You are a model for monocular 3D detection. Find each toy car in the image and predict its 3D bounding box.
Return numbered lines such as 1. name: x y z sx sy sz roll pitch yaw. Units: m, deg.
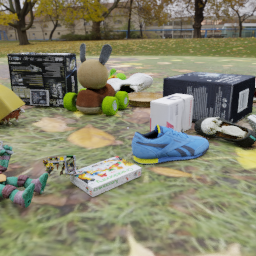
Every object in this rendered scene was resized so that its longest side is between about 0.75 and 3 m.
1. toy car: -1.414 -2.230 12.393 2.390 2.910 2.296 8 20 21

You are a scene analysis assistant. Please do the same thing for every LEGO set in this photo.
1. LEGO set: -1.487 0.946 6.288 0.826 0.635 0.478 3 58 -24

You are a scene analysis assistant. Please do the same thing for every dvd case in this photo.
1. dvd case: -4.079 -1.412 12.975 0.956 0.718 0.118 3 12 11

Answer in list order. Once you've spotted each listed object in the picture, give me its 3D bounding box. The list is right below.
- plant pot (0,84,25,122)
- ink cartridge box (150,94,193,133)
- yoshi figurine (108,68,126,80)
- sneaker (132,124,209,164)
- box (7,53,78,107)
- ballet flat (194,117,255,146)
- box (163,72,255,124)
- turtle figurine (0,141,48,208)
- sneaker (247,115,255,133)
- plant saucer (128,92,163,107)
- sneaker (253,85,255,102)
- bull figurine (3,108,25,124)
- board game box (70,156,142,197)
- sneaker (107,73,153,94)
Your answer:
1. plant pot: -4.883 -0.932 10.392 1.217 1.253 1.225 -33 14 12
2. ink cartridge box: 1.512 -0.425 9.600 0.714 1.226 1.694 14 23 37
3. yoshi figurine: -0.629 -2.929 17.339 1.382 1.387 2.468 11 15 -7
4. sneaker: 1.251 0.363 7.739 2.388 0.936 0.787 -5 17 -20
5. box: -4.052 -2.370 13.581 2.988 2.447 1.287 4 18 14
6. ballet flat: 2.989 -0.002 8.921 2.132 0.725 0.729 15 -8 40
7. box: 3.366 -1.330 11.662 2.881 1.692 2.834 12 22 37
8. turtle figurine: -2.769 0.983 5.733 1.990 1.002 1.490 17 32 4
9. sneaker: 4.444 0.115 8.248 0.889 0.878 2.238 -31 27 6
10. plant saucer: 0.840 -1.410 13.974 2.116 0.375 2.116 0 18 0
11. sneaker: 6.501 -2.059 14.848 1.451 1.045 2.776 -2 22 -23
12. bull figurine: -4.436 -0.466 10.841 0.892 0.541 0.290 -17 26 -42
13. board game box: -0.504 1.088 6.560 1.437 0.249 0.907 -16 25 -40
14. sneaker: 0.304 -2.245 15.720 2.981 1.162 1.481 -18 32 -25
